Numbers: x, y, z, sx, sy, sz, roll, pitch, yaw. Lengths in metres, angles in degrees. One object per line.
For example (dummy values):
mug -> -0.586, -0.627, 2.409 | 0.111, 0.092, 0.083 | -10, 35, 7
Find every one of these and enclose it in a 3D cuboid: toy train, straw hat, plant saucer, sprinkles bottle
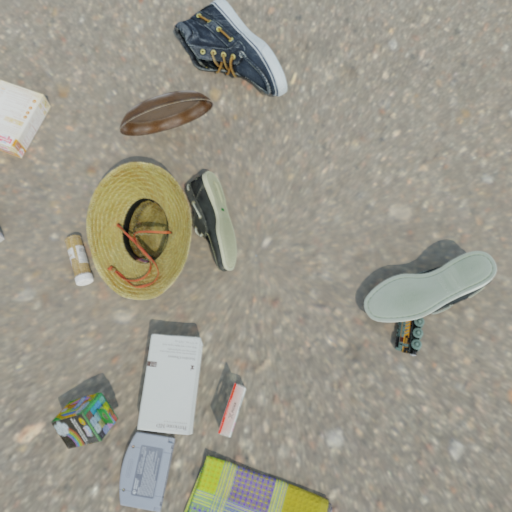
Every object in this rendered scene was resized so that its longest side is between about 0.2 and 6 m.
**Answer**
toy train -> 2.999, 1.512, 10.949 | 0.494, 0.369, 0.867 | 8, 72, 12
straw hat -> -2.059, -0.488, 11.102 | 2.630, 1.113, 2.630 | 1, 93, 25
plant saucer -> -1.868, -2.950, 11.499 | 2.004, 2.004, 0.321 | -18, 91, -6
sprinkles bottle -> -3.604, 0.090, 11.390 | 0.348, 0.348, 1.019 | -19, 73, -6

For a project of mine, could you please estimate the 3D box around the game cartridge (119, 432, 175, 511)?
game cartridge -> -2.022, 3.920, 10.233 | 0.853, 0.259, 1.280 | 11, 72, 0

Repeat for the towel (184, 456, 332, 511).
towel -> -0.032, 4.814, 9.912 | 2.533, 0.288, 1.819 | 20, 74, 6

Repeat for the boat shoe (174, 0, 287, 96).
boat shoe -> -0.595, -4.407, 12.525 | 1.347, 1.050, 2.967 | -33, 68, -9

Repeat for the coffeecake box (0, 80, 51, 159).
coffeecake box -> -5.378, -2.998, 12.284 | 1.085, 0.516, 1.413 | 20, 73, 6

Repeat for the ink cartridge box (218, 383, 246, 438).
ink cartridge box -> -0.431, 2.830, 10.262 | 0.207, 0.824, 0.949 | 17, 73, 5

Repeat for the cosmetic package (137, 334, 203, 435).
cosmetic package -> -1.576, 2.403, 10.456 | 0.986, 0.709, 1.747 | 4, 71, -1

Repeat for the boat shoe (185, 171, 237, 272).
boat shoe -> -0.919, -0.642, 11.506 | 0.719, 0.763, 2.125 | -21, 76, 20

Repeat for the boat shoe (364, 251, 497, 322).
boat shoe -> 3.388, 0.727, 10.943 | 2.587, 0.781, 0.978 | -17, 67, 7

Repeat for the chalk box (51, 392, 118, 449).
chalk box -> -2.967, 2.916, 9.997 | 1.036, 0.642, 0.647 | -20, 106, 23

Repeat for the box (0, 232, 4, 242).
box -> -6.170, -1.243, 11.727 | 0.493, 0.528, 2.547 | -35, 75, -12
